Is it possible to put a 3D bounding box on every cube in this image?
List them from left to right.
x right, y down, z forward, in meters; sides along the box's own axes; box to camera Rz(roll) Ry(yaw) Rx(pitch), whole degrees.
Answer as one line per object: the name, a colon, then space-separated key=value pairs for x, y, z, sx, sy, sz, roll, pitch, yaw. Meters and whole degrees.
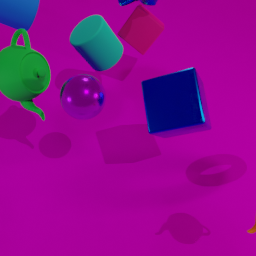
cube: x=0.403 y=-2.916 z=8.264 sx=0.967 sy=0.967 sz=0.967 roll=36 pitch=25 yaw=-11
cube: x=1.019 y=-0.453 z=5.777 sx=1.096 sy=1.096 sz=1.096 roll=-12 pitch=79 yaw=21

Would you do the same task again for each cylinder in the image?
cylinder: x=-3.198 y=-3.412 z=7.504 sx=1.265 sy=1.265 sz=1.265 roll=13 pitch=44 yaw=-37
cylinder: x=-0.848 y=-2.306 z=7.685 sx=1.081 sy=1.081 sz=1.081 roll=-17 pitch=53 yaw=24

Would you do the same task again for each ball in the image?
ball: x=-0.846 y=-0.581 z=5.282 sx=0.863 sy=0.863 sz=0.863 roll=0 pitch=54 yaw=0

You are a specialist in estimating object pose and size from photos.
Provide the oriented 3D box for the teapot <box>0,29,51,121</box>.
teapot: x=-2.109 y=-1.076 z=5.855 sx=0.926 sy=1.891 sz=1.176 roll=2 pitch=16 yaw=27

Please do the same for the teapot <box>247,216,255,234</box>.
teapot: x=2.306 y=1.518 z=4.349 sx=1.226 sy=0.600 sz=0.762 roll=18 pitch=16 yaw=-31

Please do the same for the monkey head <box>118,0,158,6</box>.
monkey head: x=0.244 y=-3.744 z=7.201 sx=1.289 sy=1.080 sz=1.792 roll=-15 pitch=68 yaw=10
